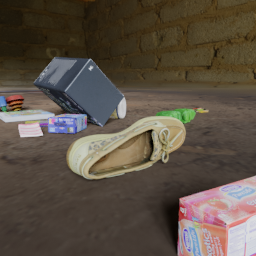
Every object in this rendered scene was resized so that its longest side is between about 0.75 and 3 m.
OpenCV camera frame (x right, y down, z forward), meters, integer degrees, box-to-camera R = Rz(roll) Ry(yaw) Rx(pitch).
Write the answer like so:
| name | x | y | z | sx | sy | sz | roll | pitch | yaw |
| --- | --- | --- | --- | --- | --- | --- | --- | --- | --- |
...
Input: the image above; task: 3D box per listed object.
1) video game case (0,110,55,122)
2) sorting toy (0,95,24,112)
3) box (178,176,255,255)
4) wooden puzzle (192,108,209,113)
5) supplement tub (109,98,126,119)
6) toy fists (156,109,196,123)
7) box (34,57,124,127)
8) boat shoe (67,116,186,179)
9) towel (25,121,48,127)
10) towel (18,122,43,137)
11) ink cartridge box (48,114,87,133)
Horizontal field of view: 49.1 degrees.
| name | x | y | z | sx | sy | sz | roll | pitch | yaw |
| --- | --- | --- | --- | --- | --- | --- | --- | --- | --- |
| video game case | -4.789 | -0.593 | 13.069 | 2.151 | 0.237 | 1.958 | -7 | 13 | -33 |
| sorting toy | -6.616 | -1.152 | 15.036 | 2.108 | 0.865 | 1.267 | -15 | -2 | -13 |
| box | 1.262 | 1.035 | 3.060 | 1.371 | 0.703 | 0.649 | -7 | 13 | -31 |
| wooden puzzle | 3.991 | -1.012 | 15.590 | 0.867 | 0.150 | 1.285 | -4 | 11 | -19 |
| supplement tub | -0.872 | -0.936 | 12.735 | 1.424 | 1.028 | 1.028 | 1 | 11 | 13 |
| toy fists | 2.016 | -0.460 | 11.500 | 1.731 | 0.595 | 0.882 | -9 | 6 | -33 |
| box | -2.021 | -1.527 | 11.303 | 2.932 | 1.569 | 2.176 | 17 | -22 | 49 |
| boat shoe | 0.201 | 0.457 | 5.735 | 2.783 | 1.020 | 0.872 | -17 | 22 | -27 |
| towel | -3.424 | -0.161 | 11.033 | 1.297 | 0.148 | 0.932 | -2 | 10 | -15 |
| towel | -3.215 | 0.055 | 9.210 | 0.688 | 0.141 | 0.940 | -6 | 25 | -24 |
| ink cartridge box | -2.129 | -0.150 | 9.780 | 0.986 | 0.552 | 1.446 | 1 | 10 | 11 |
